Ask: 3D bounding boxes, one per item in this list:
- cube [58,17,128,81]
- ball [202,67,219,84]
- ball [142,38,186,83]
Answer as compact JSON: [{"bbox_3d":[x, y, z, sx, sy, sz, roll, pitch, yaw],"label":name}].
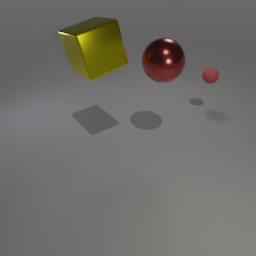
[{"bbox_3d":[-1.061,-2.473,8.617,1.400,1.400,1.400,-30,35,-21],"label":"cube"},{"bbox_3d":[3.506,-2.233,11.883,0.700,0.700,0.700,0,33,0],"label":"ball"},{"bbox_3d":[1.139,-2.159,9.000,1.400,1.400,1.400,0,33,0],"label":"ball"}]
